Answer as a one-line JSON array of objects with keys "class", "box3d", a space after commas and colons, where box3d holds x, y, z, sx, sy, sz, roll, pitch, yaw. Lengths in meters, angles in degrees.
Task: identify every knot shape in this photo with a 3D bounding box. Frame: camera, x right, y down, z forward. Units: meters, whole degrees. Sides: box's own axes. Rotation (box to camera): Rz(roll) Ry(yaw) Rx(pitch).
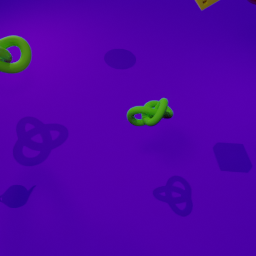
[{"class": "knot shape", "box3d": [-3.607, -1.855, 7.367, 1.780, 0.822, 1.666, 8, 33, 17]}, {"class": "knot shape", "box3d": [0.475, -0.322, 6.360, 1.018, 0.503, 1.088, -16, 6, 14]}]

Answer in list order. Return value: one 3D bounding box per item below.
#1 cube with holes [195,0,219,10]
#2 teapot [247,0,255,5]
[{"class": "cube with holes", "box3d": [1.709, -3.210, 6.026, 0.770, 0.770, 0.770, -26, 41, 19]}, {"class": "teapot", "box3d": [3.126, -3.213, 6.123, 1.669, 0.817, 1.038, -27, 52, -22]}]
